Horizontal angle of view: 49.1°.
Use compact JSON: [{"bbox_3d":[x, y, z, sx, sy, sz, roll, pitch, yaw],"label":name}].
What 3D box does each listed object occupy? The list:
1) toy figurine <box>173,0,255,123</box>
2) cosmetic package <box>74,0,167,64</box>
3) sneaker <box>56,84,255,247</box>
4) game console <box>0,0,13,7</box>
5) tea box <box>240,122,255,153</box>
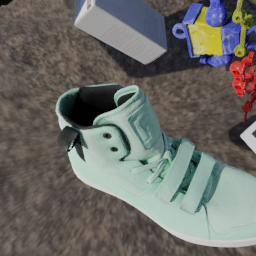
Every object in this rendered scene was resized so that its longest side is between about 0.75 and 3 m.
[{"bbox_3d":[1.219,-1.391,4.119,1.541,2.573,1.357,23,72,34],"label":"toy figurine"},{"bbox_3d":[-0.090,-2.059,5.387,1.847,0.684,0.939,18,60,-37],"label":"cosmetic package"},{"bbox_3d":[0.462,0.430,3.297,2.989,1.763,1.100,16,59,16],"label":"sneaker"},{"bbox_3d":[-2.986,-2.541,4.770,1.599,2.306,2.702,9,42,-3],"label":"game console"},{"bbox_3d":[3.231,0.151,3.638,2.277,2.240,1.521,-49,40,22],"label":"tea box"}]
